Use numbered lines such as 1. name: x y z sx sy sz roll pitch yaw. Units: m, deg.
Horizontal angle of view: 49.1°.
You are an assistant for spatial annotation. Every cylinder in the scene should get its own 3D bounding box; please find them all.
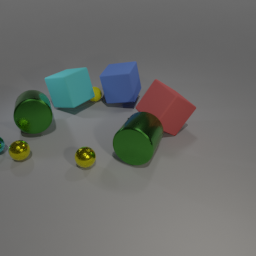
1. cylinder: -3.730 -0.661 11.035 1.400 1.400 1.400 -10 24 -15
2. cylinder: 0.373 0.332 9.538 1.400 1.400 1.400 11 29 17

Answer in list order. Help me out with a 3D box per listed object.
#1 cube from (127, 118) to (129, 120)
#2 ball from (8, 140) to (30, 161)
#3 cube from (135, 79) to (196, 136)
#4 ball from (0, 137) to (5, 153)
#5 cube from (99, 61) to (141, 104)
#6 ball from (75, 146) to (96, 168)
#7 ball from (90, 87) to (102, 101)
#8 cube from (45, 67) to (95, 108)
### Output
1. cube: 0.415 0.011 10.819 0.700 0.700 0.700 -10 33 -16
2. ball: -3.719 0.764 9.598 0.700 0.700 0.700 0 32 0
3. cube: 1.441 -0.777 10.788 1.400 1.400 1.400 21 20 -44
4. ball: -4.728 0.597 9.885 0.700 0.700 0.700 0 32 0
5. cube: -0.300 -2.088 12.854 1.400 1.400 1.400 -2 33 18
6. ball: -1.404 0.954 9.215 0.700 0.700 0.700 0 32 0
7. ball: -1.604 -1.622 13.402 0.700 0.700 0.700 0 32 0
8. cube: -2.592 -1.812 12.575 1.400 1.400 1.400 5 28 39
